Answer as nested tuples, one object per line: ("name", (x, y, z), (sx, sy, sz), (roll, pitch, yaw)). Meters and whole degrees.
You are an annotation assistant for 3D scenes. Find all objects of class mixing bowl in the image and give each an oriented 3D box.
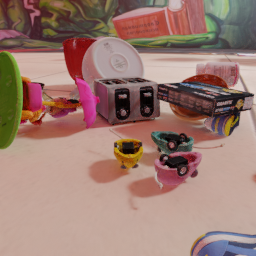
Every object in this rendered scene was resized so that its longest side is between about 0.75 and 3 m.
("mixing bowl", (-1.640, -2.833, 13.037), (3.001, 1.625, 3.001), (8, -3, 0))

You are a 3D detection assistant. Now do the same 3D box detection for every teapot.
("teapot", (-0.792, -2.113, 11.201), (2.674, 2.639, 1.953), (15, -25, -25))

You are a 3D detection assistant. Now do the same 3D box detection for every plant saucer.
("plant saucer", (2.244, -0.969, 8.907), (1.882, 0.304, 1.882), (-16, 47, 18))

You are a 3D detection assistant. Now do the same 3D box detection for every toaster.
("toaster", (-0.106, -0.951, 8.960), (1.756, 1.152, 1.941), (-7, 20, -22))

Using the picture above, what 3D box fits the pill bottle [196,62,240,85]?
("pill bottle", (4.505, -2.774, 14.230), (2.027, 1.149, 1.149), (3, 19, 9))

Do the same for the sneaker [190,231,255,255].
("sneaker", (1.527, 1.468, 2.880), (1.667, 0.616, 0.686), (-6, 22, 2))

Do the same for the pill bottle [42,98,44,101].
("pill bottle", (-3.388, -0.787, 9.362), (1.054, 0.576, 0.576), (-12, 22, -33))

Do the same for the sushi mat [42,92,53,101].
("sushi mat", (-3.820, -1.062, 10.039), (2.060, 0.125, 0.986), (-4, -7, 4))

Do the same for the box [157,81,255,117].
("box", (2.047, -0.855, 7.635), (1.626, 0.470, 2.045), (-10, 23, -33))

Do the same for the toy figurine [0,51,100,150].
("toy figurine", (-2.207, -0.544, 7.559), (2.734, 2.230, 2.970), (1, -11, -43))

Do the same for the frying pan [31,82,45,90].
("frying pan", (-4.165, -1.712, 12.328), (2.490, 0.405, 1.506), (19, 28, 39))

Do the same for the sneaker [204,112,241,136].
("sneaker", (2.730, -0.303, 7.886), (0.724, 0.651, 1.761), (9, 19, 34))

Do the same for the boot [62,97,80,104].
("boot", (-2.298, -0.973, 10.261), (0.992, 0.343, 0.864), (-7, 21, -12))

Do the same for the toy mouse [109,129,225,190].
("toy mouse", (0.839, 0.572, 5.569), (2.220, 0.483, 2.498), (-3, 20, -8))
